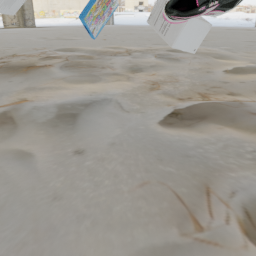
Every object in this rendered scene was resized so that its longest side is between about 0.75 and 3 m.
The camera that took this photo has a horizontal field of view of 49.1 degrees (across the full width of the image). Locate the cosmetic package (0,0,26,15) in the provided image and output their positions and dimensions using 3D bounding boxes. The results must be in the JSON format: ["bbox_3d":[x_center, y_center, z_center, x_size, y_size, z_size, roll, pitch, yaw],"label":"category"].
[{"bbox_3d":[-3.399,-3.605,6.609,1.080,1.482,2.916,-43,19,12],"label":"cosmetic package"}]

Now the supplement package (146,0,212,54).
[{"bbox_3d":[1.668,-3.504,9.375,1.114,1.100,1.837,2,43,-36],"label":"supplement package"}]

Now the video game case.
[{"bbox_3d":[-0.833,-3.605,8.579,0.181,1.457,2.036,35,4,0],"label":"video game case"}]

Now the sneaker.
[{"bbox_3d":[1.495,-2.446,5.405,1.689,0.678,0.729,-19,10,15],"label":"sneaker"}]
